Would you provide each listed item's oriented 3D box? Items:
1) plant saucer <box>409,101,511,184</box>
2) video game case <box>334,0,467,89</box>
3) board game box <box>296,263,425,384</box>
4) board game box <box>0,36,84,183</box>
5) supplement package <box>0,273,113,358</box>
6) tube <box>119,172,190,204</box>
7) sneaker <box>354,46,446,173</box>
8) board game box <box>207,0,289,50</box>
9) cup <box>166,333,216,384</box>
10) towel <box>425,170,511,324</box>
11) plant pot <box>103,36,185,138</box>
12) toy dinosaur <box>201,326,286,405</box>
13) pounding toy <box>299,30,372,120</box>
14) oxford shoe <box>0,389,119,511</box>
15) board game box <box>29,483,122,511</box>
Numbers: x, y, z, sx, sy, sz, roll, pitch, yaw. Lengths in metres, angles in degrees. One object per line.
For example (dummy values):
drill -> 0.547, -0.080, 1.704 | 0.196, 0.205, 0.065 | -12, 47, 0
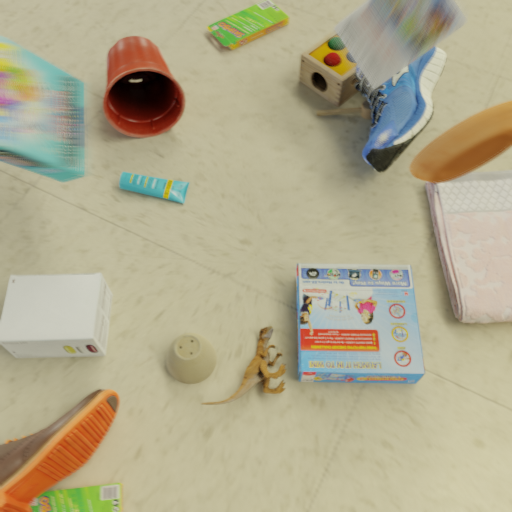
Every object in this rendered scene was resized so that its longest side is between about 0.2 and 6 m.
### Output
plant saucer -> 2.804, -1.405, 7.292 | 1.628, 1.628, 0.305 | -21, 76, -12
video game case -> 2.459, -3.992, 9.694 | 1.831, 0.165, 1.311 | -33, 86, 20
board game box -> 1.644, 1.088, 9.246 | 1.960, 0.548, 1.919 | 1, 61, 1
board game box -> -3.318, -2.076, 7.815 | 0.489, 2.083, 1.573 | -10, 78, 26
supplement package -> -3.234, 0.984, 9.142 | 1.496, 0.830, 1.165 | -2, 60, 0
tube -> -1.968, -1.333, 10.807 | 1.299, 0.327, 0.503 | 11, 67, -1
sneaker -> 2.537, -3.126, 11.011 | 1.616, 1.424, 3.625 | 27, 54, -7
board game box -> -0.198, -5.424, 13.153 | 1.802, 0.270, 0.861 | -30, 64, -19
cup -> -1.066, 1.558, 8.956 | 0.828, 0.592, 0.828 | 0, 60, 0
towel -> 4.907, -0.286, 10.061 | 3.227, 0.520, 3.083 | -2, 60, 0
plant pot -> -2.371, -3.538, 11.419 | 1.610, 1.610, 1.566 | -13, 53, -7
toy dinosaur -> -0.019, 1.915, 8.898 | 0.903, 0.513, 1.700 | 13, 50, 28
pounding toy -> 1.824, -3.707, 11.809 | 1.890, 0.865, 1.661 | 41, 68, 21
oxford shoe -> -3.214, 2.829, 8.039 | 1.014, 0.991, 2.781 | 30, 58, 30
board game box -> -2.598, 3.660, 7.985 | 1.354, 0.203, 0.647 | -5, 60, -5
